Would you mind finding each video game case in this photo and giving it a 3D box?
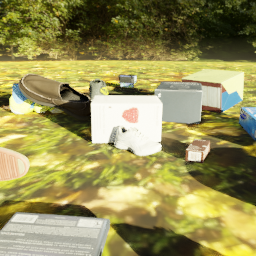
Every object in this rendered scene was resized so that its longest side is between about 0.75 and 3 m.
[{"bbox_3d":[-1.061,1.589,3.089,1.397,0.186,1.956,2,18,7],"label":"video game case"}]

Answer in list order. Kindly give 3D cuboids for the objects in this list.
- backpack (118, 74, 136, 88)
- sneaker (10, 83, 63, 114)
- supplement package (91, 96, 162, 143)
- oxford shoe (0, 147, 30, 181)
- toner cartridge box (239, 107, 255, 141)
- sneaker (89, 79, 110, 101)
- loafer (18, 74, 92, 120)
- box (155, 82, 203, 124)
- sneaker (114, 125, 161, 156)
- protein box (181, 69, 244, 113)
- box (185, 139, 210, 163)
[{"bbox_3d":[-0.005,-2.814,16.795,1.016,0.816,1.110,3,15,11],"label":"backpack"},{"bbox_3d":[-3.116,-1.301,10.666,2.669,1.402,1.011,-8,18,-24],"label":"sneaker"},{"bbox_3d":[-0.048,-0.268,7.705,1.833,1.111,1.098,-1,17,-2],"label":"supplement package"},{"bbox_3d":[-2.727,0.581,5.624,1.941,0.687,0.716,6,15,17],"label":"oxford shoe"},{"bbox_3d":[4.090,-0.021,7.791,1.272,0.578,2.677,2,17,6],"label":"toner cartridge box"},{"bbox_3d":[-1.245,-1.664,12.420,0.974,1.107,2.616,-1,16,-6],"label":"sneaker"},{"bbox_3d":[-2.359,-1.251,9.479,2.742,0.978,1.001,22,52,-2],"label":"loafer"},{"bbox_3d":[1.828,-0.970,10.038,1.548,1.116,2.085,4,17,12],"label":"box"},{"bbox_3d":[0.199,0.297,6.750,1.327,0.578,0.494,12,20,33],"label":"sneaker"},{"bbox_3d":[3.461,-1.578,11.497,1.793,1.218,1.806,-26,30,-37],"label":"protein box"},{"bbox_3d":[1.630,0.518,6.493,0.409,0.306,0.817,7,16,23],"label":"box"}]
